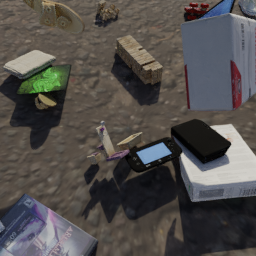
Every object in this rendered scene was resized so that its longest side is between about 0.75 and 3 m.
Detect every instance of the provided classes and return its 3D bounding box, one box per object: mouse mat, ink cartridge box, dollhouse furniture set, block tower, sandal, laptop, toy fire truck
[{"bbox_3d":[-2.729,-1.658,9.333,1.583,0.074,1.967,-6,37,-1],"label":"mouse mat"},{"bbox_3d":[2.292,0.821,7.437,1.924,0.599,2.391,-5,32,-4],"label":"ink cartridge box"},{"bbox_3d":[-0.401,0.200,7.553,1.104,0.989,1.393,-18,8,39],"label":"dollhouse furniture set"},{"bbox_3d":[-0.960,-5.174,12.464,0.833,0.542,0.765,45,62,7],"label":"dollhouse furniture set"},{"bbox_3d":[0.331,-2.482,9.992,0.621,0.664,2.299,-24,53,-19],"label":"block tower"},{"bbox_3d":[-2.658,-0.838,8.790,0.569,0.510,1.551,19,21,-34],"label":"sandal"},{"bbox_3d":[1.830,-1.754,6.244,0.963,1.652,1.864,1,88,13],"label":"laptop"},{"bbox_3d":[1.892,-1.289,5.482,0.881,1.559,2.125,1,15,34],"label":"ink cartridge box"},{"bbox_3d":[-2.137,-2.914,7.204,2.041,0.748,0.671,36,56,5],"label":"sandal"},{"bbox_3d":[3.070,-5.171,12.323,1.129,0.633,0.948,6,32,3],"label":"toy fire truck"}]

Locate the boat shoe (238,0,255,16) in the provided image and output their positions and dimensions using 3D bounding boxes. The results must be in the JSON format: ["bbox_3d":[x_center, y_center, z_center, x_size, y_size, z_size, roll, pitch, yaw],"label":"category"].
[{"bbox_3d":[5.495,-5.720,12.697,0.561,0.647,1.518,-2,50,-1],"label":"boat shoe"}]

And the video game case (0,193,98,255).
[{"bbox_3d":[-1.971,2.557,6.059,2.178,0.207,1.556,24,54,20],"label":"video game case"}]

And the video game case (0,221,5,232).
[{"bbox_3d":[-3.365,2.279,6.175,1.019,0.119,0.926,-39,47,-24],"label":"video game case"}]

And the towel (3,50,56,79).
[{"bbox_3d":[-3.464,-2.264,9.924,1.080,0.281,1.630,26,47,25],"label":"towel"}]

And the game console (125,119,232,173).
[{"bbox_3d":[1.220,0.542,7.249,2.571,0.310,1.516,-20,36,-17],"label":"game console"}]
